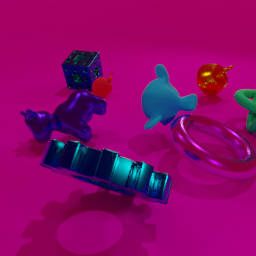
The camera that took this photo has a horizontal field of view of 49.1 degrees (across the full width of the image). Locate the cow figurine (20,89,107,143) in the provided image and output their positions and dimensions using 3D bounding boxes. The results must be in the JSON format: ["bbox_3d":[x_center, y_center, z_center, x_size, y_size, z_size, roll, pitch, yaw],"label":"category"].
[{"bbox_3d":[-1.567,-0.328,6.820,1.705,0.951,1.733,27,73,2],"label":"cow figurine"}]

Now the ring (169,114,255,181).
[{"bbox_3d":[1.843,0.347,6.018,2.024,0.405,2.024,16,30,-10],"label":"ring"}]

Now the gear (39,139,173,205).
[{"bbox_3d":[-0.339,0.726,4.440,2.037,2.037,0.377,11,73,20],"label":"gear"}]

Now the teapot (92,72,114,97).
[{"bbox_3d":[-0.854,-1.447,9.474,0.685,1.101,0.539,34,29,-32],"label":"teapot"}]

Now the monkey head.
[{"bbox_3d":[0.941,-0.667,6.731,1.019,1.691,1.216,25,-20,-40],"label":"monkey head"}]

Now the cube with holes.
[{"bbox_3d":[-1.624,-2.090,10.196,1.028,1.028,1.028,9,46,16],"label":"cube with holes"}]

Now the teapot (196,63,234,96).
[{"bbox_3d":[2.909,-1.684,9.378,1.776,1.104,0.870,-35,12,-33],"label":"teapot"}]

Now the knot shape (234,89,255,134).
[{"bbox_3d":[3.697,-0.701,7.249,1.597,0.789,1.707,-26,34,29],"label":"knot shape"}]
